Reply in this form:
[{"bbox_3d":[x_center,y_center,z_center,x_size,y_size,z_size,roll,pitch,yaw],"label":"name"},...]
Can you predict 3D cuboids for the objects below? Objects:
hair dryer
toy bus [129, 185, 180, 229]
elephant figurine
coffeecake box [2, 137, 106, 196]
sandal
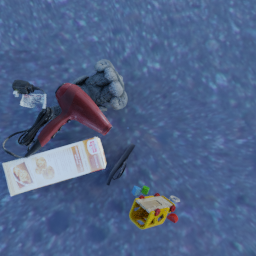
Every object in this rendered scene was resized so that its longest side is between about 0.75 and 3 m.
[{"bbox_3d":[-1.660,-0.184,6.940,2.548,0.692,1.941,2,81,-3],"label":"hair dryer"},{"bbox_3d":[0.677,2.196,7.336,1.369,1.292,0.708,20,103,-3],"label":"toy bus"},{"bbox_3d":[-1.216,-0.942,8.080,2.162,1.677,1.530,-26,57,9],"label":"elephant figurine"},{"bbox_3d":[-1.777,0.939,7.418,2.287,1.755,0.836,-16,88,-4],"label":"coffeecake box"},{"bbox_3d":[-0.167,1.073,8.068,0.302,0.536,1.408,34,78,5],"label":"sandal"}]
